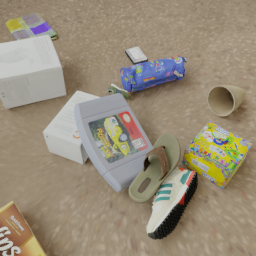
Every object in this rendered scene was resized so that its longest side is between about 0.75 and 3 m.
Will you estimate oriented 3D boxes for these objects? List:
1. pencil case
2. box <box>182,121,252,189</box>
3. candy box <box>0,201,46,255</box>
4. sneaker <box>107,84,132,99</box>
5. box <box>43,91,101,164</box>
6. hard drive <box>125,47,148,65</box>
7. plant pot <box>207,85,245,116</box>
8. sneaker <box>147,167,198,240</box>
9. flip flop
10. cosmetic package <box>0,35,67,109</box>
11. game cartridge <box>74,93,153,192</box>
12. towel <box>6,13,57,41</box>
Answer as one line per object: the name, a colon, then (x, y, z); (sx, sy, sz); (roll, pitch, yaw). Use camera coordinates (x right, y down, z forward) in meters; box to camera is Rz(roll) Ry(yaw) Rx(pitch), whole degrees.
pencil case: (0.870, -1.798, 9.351); (2.211, 0.863, 0.960); (-15, 41, -12)
box: (2.287, 0.665, 7.260); (1.240, 0.757, 1.195); (33, 56, 27)
candy box: (-2.360, 2.654, 5.624); (1.224, 0.593, 2.099); (-31, 57, -25)
sneaker: (-0.322, -1.109, 9.174); (0.857, 0.287, 0.385); (32, 66, 23)
box: (-1.335, -0.061, 7.823); (1.110, 0.870, 1.785); (18, 51, 15)
hard drive: (0.310, -2.733, 10.576); (0.581, 0.157, 0.832); (-19, 57, -16)
plant pot: (3.152, -0.943, 8.675); (0.996, 0.933, 0.933); (-20, 50, -35)
sneaker: (0.851, 1.663, 6.551); (0.917, 0.690, 1.961); (17, 50, 35)
flip flop: (0.616, 0.862, 6.491); (0.753, 0.534, 1.856); (24, 64, 32)
cosmetic package: (-3.264, -1.891, 9.191); (2.001, 1.230, 1.994); (-16, 51, -14)
game cartridge: (-0.321, 0.286, 7.092); (1.614, 0.496, 2.425); (-21, 74, -32)
towel: (-4.124, -4.199, 11.885); (1.628, 0.258, 2.267); (-23, 52, -20)
